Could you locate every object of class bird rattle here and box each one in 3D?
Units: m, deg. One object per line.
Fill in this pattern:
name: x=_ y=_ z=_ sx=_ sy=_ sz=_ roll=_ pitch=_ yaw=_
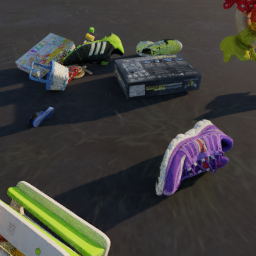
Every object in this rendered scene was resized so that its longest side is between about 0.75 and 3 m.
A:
bird rattle: x=2.875 y=-2.504 z=6.193 sx=1.183 sy=2.101 sz=1.713 roll=-16 pitch=23 yaw=-32

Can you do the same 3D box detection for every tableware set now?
tableware set: x=-2.709 y=-2.677 z=12.011 sx=1.467 sy=0.445 sz=2.220 roll=-24 pitch=41 yaw=-30

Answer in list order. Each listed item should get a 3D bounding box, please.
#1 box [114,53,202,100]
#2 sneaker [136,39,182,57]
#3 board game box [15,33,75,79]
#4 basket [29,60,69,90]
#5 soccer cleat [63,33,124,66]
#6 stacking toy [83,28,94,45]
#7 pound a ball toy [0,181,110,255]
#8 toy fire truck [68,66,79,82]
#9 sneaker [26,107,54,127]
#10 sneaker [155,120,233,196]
box: x=1.071 y=-2.091 z=10.911 sx=2.866 sy=0.731 sz=2.260 roll=-9 pitch=37 yaw=-11
sneaker: x=1.459 y=-3.669 z=13.270 sx=2.169 sy=0.818 sz=0.829 roll=-3 pitch=41 yaw=13
board game box: x=-3.535 y=-3.142 z=12.029 sx=1.455 sy=0.370 sz=2.164 roll=26 pitch=64 yaw=28
basket: x=-2.930 y=-1.961 z=10.410 sx=1.348 sy=0.938 sz=1.188 roll=18 pitch=35 yaw=-23
soccer cleat: x=-1.444 y=-3.212 z=12.295 sx=2.842 sy=1.152 sz=0.960 roll=-28 pitch=0 yaw=-21
stacking toy: x=-1.878 y=-3.832 z=12.967 sx=0.402 sy=1.291 sz=1.712 roll=22 pitch=29 yaw=-13
pound a ball toy: x=-2.013 y=1.841 z=4.574 sx=2.835 sy=1.204 sz=1.849 roll=22 pitch=5 yaw=28
toy fire truck: x=-2.440 y=-2.172 z=11.174 sx=0.610 sy=0.211 sz=0.865 roll=38 pitch=83 yaw=10
sneaker: x=-2.764 y=-0.408 z=8.838 sx=0.374 sy=0.337 sz=0.961 roll=23 pitch=42 yaw=18
sneaker: x=1.667 y=0.687 z=6.636 sx=1.179 sy=1.139 sz=2.826 roll=31 pitch=44 yaw=28
